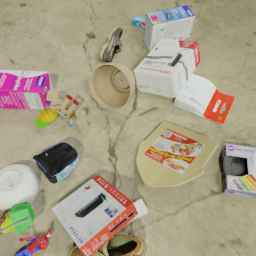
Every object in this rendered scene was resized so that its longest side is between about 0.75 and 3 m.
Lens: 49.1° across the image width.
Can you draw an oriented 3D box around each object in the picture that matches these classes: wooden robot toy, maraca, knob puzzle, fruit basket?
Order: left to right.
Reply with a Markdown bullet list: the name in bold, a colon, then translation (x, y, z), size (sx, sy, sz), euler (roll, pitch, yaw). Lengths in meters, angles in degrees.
- **fruit basket**: translation (-3.680, 2.953, 8.486), size (1.642, 1.521, 0.770), euler (-28, 95, -15)
- **maraca**: translation (-3.270, -0.435, 11.251), size (0.758, 0.592, 1.106), euler (21, 59, 26)
- **wooden robot toy**: translation (-2.271, -0.701, 11.246), size (2.184, 0.991, 0.962), euler (39, 93, 1)
- **knob puzzle**: translation (1.502, 1.115, 10.068), size (2.981, 0.413, 2.981), euler (-10, 45, 10)

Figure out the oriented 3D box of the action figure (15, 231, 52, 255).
- **action figure**: translation (-3.069, 3.643, 8.181), size (1.895, 0.938, 0.618), euler (-37, 57, -26)

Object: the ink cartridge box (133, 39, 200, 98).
- **ink cartridge box**: translation (1.740, -2.685, 12.259), size (1.894, 1.099, 2.624), euler (17, 55, 32)

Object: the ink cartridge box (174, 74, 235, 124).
- **ink cartridge box**: translation (3.295, -1.283, 11.882), size (2.194, 0.519, 1.756), euler (23, 57, 18)

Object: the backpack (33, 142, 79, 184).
- **backpack**: translation (-2.414, 1.205, 9.851), size (1.304, 0.958, 1.193), euler (-36, 61, -26)

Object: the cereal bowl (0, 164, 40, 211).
- **cereal bowl**: translation (-3.908, 1.918, 9.530), size (1.659, 0.691, 1.659), euler (0, 54, 0)

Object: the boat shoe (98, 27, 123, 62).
- **boat shoe**: translation (-0.685, -4.008, 13.742), size (0.809, 0.822, 2.206), euler (24, 66, 5)

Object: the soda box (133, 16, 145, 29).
- **soda box**: translation (0.883, -5.576, 14.998), size (1.242, 0.398, 0.421), euler (22, 58, 16)

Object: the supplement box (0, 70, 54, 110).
- **supplement box**: translation (-4.469, -1.578, 11.683), size (2.365, 1.222, 1.197), euler (3, 54, 0)

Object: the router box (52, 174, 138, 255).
- **router box**: translation (-1.055, 2.552, 8.551), size (1.900, 0.517, 2.117), euler (-36, 33, -22)

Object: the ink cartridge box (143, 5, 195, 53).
- **ink cartridge box**: translation (2.137, -4.825, 13.630), size (2.564, 1.750, 0.979), euler (-15, 61, -10)

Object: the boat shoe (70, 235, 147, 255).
- **boat shoe**: translation (-0.632, 3.492, 8.151), size (2.273, 0.839, 0.860), euler (-13, 55, 7)

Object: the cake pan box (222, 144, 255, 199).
- **cake pan box**: translation (4.331, 1.538, 9.908), size (2.003, 0.524, 1.844), euler (9, 53, 6)

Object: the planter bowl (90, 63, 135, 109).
- **planter bowl**: translation (-0.472, -1.861, 11.672), size (1.884, 1.884, 1.268), euler (24, 33, 16)

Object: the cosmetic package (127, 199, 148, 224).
- **cosmetic package**: translation (0.177, 2.737, 9.165), size (0.836, 0.339, 0.472), euler (-22, 57, -14)
